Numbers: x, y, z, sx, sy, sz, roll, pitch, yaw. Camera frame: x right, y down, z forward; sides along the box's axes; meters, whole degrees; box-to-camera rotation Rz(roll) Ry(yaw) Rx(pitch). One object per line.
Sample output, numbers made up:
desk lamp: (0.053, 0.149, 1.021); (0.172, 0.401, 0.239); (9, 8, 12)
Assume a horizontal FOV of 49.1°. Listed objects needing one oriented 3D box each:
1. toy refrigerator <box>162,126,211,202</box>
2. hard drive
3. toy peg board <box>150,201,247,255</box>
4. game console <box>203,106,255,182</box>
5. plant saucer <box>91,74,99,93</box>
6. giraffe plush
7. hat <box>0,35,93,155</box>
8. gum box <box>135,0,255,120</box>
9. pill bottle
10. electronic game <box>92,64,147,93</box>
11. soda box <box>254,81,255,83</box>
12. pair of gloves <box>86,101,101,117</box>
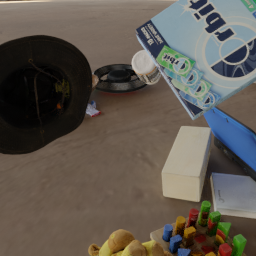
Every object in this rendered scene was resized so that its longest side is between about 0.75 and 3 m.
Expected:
toy refrigerator: (1.464, 0.771, 6.673); (0.800, 0.737, 2.107); (4, 29, 21)
hard drive: (2.694, 1.452, 5.965); (1.713, 0.229, 1.130); (4, 30, 9)
toy peg board: (1.234, 1.911, 4.783); (1.259, 0.618, 1.264); (-13, 32, -22)
game console: (3.034, 0.221, 6.478); (2.239, 1.552, 2.623); (-5, 24, -10)
plant saucer: (-2.251, -1.479, 10.632); (2.362, 0.379, 2.362); (-7, 31, 4)
giraffe plush: (-0.055, 2.072, 4.397); (1.239, 1.069, 1.004); (-44, 28, -3)
hat: (-1.642, -0.617, 4.609); (2.075, 2.075, 0.837); (-22, 39, -33)
gum box: (1.404, -1.369, 4.362); (1.997, 1.697, 0.445); (-33, -12, 4)
pill bottle: (0.523, -1.556, 7.391); (0.637, 0.637, 1.095); (10, -6, 16)
electronic game: (-0.378, -2.083, 11.744); (2.560, 0.533, 2.560); (0, 33, 0)
soda box: (5.656, -2.330, 12.029); (2.024, 0.691, 0.642); (7, 31, 12)
pair of gloves: (-1.760, -0.602, 9.553); (1.706, 0.194, 1.372); (-24, 38, -33)
